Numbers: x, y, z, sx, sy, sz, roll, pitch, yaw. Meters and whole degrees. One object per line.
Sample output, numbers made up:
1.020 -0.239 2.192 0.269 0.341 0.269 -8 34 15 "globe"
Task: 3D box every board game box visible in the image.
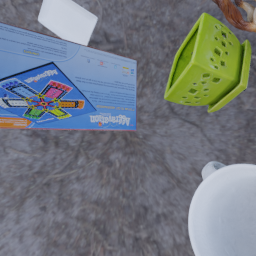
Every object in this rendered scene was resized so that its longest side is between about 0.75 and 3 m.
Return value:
-0.934 -0.708 4.867 2.922 0.284 1.504 2 87 -45 "board game box"

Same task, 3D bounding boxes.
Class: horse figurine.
2.641 -2.230 4.748 2.252 0.562 1.492 -18 81 14 "horse figurine"

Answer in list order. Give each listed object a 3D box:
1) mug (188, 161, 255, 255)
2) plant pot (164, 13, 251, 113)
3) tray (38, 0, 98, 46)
2.253 1.468 4.814 1.841 2.186 2.493 -58 41 19 "mug"
1.857 -1.337 6.387 1.407 1.543 1.551 23 63 -6 "plant pot"
-1.494 -2.692 6.961 1.736 0.193 0.932 38 119 17 "tray"
